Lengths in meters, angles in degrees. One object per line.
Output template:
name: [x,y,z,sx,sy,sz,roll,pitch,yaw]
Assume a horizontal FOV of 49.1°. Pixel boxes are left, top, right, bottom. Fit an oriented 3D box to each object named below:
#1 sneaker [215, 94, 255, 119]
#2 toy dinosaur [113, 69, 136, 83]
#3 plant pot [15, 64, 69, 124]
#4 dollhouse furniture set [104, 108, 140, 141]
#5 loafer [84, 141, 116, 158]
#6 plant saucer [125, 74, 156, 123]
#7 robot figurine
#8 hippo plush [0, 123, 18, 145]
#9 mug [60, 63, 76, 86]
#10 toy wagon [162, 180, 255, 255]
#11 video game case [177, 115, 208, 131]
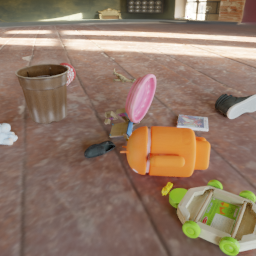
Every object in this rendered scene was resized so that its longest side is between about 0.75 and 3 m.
sneaker: [5.000,-1.216,12.652,2.473,0.874,1.227,-19,38,-25]
toy dinosaur: [-0.473,-3.006,16.714,2.032,0.591,1.027,32,25,35]
plant pot: [-3.471,-1.428,11.791,2.097,2.076,2.097,1,27,0]
dollhouse furniture set: [-0.262,0.051,10.878,1.276,0.882,1.352,-10,53,29]
loafer: [-0.935,0.720,9.431,0.419,0.406,1.195,14,26,43]
plant saucer: [0.418,-1.071,9.892,0.458,1.808,1.808,23,34,19]
robot figurine: [1.071,0.695,8.358,2.566,1.496,1.846,3,49,2]
hippo plush: [-4.561,0.143,10.128,0.990,0.796,0.789,-4,28,-7]
mug: [-3.769,-2.637,15.559,1.161,1.544,1.740,34,29,-14]
toy wagon: [1.998,2.003,6.880,2.464,0.487,1.912,16,31,29]
video game case: [2.668,-0.223,11.558,1.226,0.141,1.117,6,28,11]
